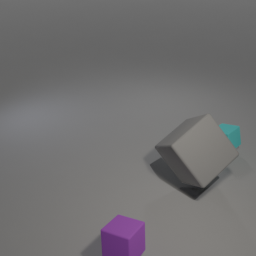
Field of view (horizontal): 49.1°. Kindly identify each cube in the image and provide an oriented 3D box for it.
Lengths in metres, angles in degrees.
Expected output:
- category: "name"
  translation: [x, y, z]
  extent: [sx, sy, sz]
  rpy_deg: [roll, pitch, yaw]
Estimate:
- category: "cube"
  translation: [-0.091, 2.392, 5.981]
  extent: [0.700, 0.700, 0.700]
  rpy_deg: [6, 15, 30]
- category: "cube"
  translation: [1.863, 0.624, 7.830]
  extent: [1.400, 1.400, 1.400]
  rpy_deg: [-39, 4, -13]
- category: "cube"
  translation: [3.358, 0.328, 9.613]
  extent: [0.700, 0.700, 0.700]
  rpy_deg: [-27, 25, -32]
